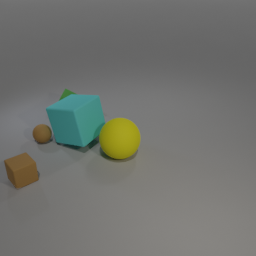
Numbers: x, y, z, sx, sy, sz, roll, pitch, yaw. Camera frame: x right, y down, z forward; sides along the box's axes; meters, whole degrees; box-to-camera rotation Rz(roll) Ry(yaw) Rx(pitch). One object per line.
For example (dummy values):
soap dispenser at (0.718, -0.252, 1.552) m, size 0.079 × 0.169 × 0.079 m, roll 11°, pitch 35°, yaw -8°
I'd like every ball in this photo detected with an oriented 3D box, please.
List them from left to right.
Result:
ball at (-3.209, 0.203, 10.484) m, size 0.700 × 0.700 × 0.700 m, roll 0°, pitch 28°, yaw 0°
ball at (-0.274, 0.351, 9.515) m, size 1.400 × 1.400 × 1.400 m, roll 0°, pitch 28°, yaw 0°

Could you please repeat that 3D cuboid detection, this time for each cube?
cube at (-3.222, 1.284, 8.483) m, size 0.700 × 0.700 × 0.700 m, roll -22°, pitch 37°, yaw -36°
cube at (-2.552, -1.234, 12.510) m, size 0.700 × 0.700 × 0.700 m, roll 27°, pitch -3°, yaw 12°
cube at (-1.839, -0.319, 10.182) m, size 1.400 × 1.400 × 1.400 m, roll 6°, pitch 30°, yaw 33°
